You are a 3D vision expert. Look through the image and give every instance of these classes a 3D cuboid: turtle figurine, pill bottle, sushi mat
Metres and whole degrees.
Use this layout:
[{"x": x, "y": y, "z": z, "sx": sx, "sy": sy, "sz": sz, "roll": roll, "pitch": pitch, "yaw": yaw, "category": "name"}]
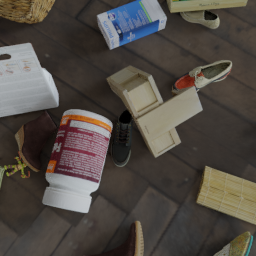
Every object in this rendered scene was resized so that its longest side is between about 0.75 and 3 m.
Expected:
[{"x": -3.534, "y": 1.213, "z": 8.921, "sx": 0.718, "sy": 0.287, "sz": 0.891, "roll": -17, "pitch": 103, "yaw": 2, "category": "turtle figurine"}, {"x": -1.508, "y": 0.986, "z": 8.343, "sx": 1.576, "sy": 1.576, "sz": 2.760, "roll": 11, "pitch": 74, "yaw": 3, "category": "pill bottle"}, {"x": 3.473, "y": 2.179, "z": 8.735, "sx": 2.546, "sy": 0.154, "sz": 1.218, "roll": 19, "pitch": 75, "yaw": 5, "category": "sushi mat"}]

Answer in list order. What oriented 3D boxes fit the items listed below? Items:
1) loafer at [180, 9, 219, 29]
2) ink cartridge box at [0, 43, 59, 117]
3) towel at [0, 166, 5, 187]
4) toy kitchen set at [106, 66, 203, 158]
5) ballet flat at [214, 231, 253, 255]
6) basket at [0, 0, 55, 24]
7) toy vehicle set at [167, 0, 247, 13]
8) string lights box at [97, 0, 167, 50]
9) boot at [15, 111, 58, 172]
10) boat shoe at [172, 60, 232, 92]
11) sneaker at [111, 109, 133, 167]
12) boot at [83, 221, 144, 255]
[{"x": 2.697, "y": -4.204, "z": 10.383, "sx": 1.533, "sy": 0.523, "sz": 0.580, "roll": 21, "pitch": 75, "yaw": 6, "category": "loafer"}, {"x": -3.502, "y": -1.480, "z": 8.471, "sx": 2.188, "sy": 2.692, "sz": 0.768, "roll": -10, "pitch": 51, "yaw": -3, "category": "ink cartridge box"}, {"x": -5.302, "y": 1.958, "z": 8.625, "sx": 2.714, "sy": 0.495, "sz": 2.014, "roll": 4, "pitch": 73, "yaw": 1, "category": "towel"}, {"x": 0.911, "y": -0.864, "z": 9.245, "sx": 2.001, "sy": 2.212, "sz": 2.452, "roll": -30, "pitch": 116, "yaw": -5, "category": "toy kitchen set"}, {"x": 2.704, "y": 4.099, "z": 7.852, "sx": 0.954, "sy": 0.954, "sz": 2.700, "roll": 22, "pitch": 75, "yaw": 6, "category": "ballet flat"}, {"x": -4.048, "y": -4.790, "z": 10.473, "sx": 2.182, "sy": 1.625, "sz": 1.557, "roll": 21, "pitch": 108, "yaw": 6, "category": "basket"}, {"x": 2.806, "y": -5.077, "z": 10.436, "sx": 2.791, "sy": 0.370, "sz": 1.734, "roll": -6, "pitch": 55, "yaw": -2, "category": "toy vehicle set"}, {"x": 0.132, "y": -3.874, "z": 10.213, "sx": 2.240, "sy": 0.661, "sz": 1.151, "roll": -23, "pitch": 75, "yaw": -6, "category": "string lights box"}, {"x": -2.799, "y": 0.393, "z": 8.919, "sx": 1.369, "sy": 0.595, "sz": 1.645, "roll": -35, "pitch": 68, "yaw": 4, "category": "boot"}, {"x": 2.532, "y": -1.751, "z": 9.608, "sx": 2.132, "sy": 0.667, "sz": 0.759, "roll": -20, "pitch": 77, "yaw": -4, "category": "boat shoe"}, {"x": -0.203, "y": 0.302, "z": 8.873, "sx": 0.653, "sy": 0.928, "sz": 1.746, "roll": 6, "pitch": 74, "yaw": 2, "category": "sneaker"}, {"x": -0.468, "y": 3.689, "z": 8.017, "sx": 1.736, "sy": 0.755, "sz": 2.087, "roll": -1, "pitch": 59, "yaw": 12, "category": "boot"}]
